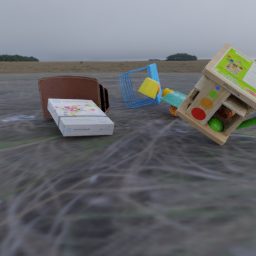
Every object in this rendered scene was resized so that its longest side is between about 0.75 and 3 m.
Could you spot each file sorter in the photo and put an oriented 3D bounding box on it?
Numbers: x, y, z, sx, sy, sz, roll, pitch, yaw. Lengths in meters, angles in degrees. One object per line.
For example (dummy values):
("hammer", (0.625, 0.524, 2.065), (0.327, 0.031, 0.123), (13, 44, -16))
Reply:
("file sorter", (0.590, -1.766, 11.731), (1.331, 1.506, 2.170), (-12, 12, 14))

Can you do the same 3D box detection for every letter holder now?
("letter holder", (-1.645, -1.049, 8.688), (1.908, 1.356, 0.959), (2, 25, 12))

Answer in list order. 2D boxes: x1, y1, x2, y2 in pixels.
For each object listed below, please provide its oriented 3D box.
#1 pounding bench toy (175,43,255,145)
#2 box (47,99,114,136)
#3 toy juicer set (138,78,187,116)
("pounding bench toy", (2.344, -0.446, 6.065), (2.022, 1.578, 1.256), (36, 51, 9))
("box", (-1.257, -0.307, 7.227), (1.272, 0.336, 1.631), (-1, 25, -29))
("toy juicer set", (1.704, -0.819, 9.700), (2.874, 0.782, 1.828), (24, 9, -2))
